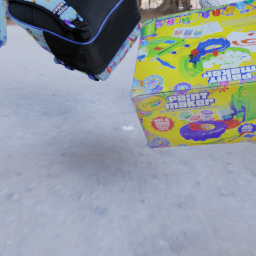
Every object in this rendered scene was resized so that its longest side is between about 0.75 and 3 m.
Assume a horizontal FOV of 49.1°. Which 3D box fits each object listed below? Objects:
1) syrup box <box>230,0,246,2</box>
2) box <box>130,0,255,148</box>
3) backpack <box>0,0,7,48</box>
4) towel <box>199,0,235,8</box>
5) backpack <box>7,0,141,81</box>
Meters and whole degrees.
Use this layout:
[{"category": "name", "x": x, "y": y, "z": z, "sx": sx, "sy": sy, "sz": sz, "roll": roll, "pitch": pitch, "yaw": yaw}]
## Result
[{"category": "syrup box", "x": 4.290, "y": -4.071, "z": 9.868, "sx": 0.743, "sy": 0.719, "sz": 1.825, "roll": -35, "pitch": 60, "yaw": -12}, {"category": "box", "x": 1.048, "y": -0.719, "z": 3.737, "sx": 1.703, "sy": 1.039, "sz": 1.640, "roll": -4, "pitch": 49, "yaw": 17}, {"category": "backpack", "x": -3.830, "y": -2.573, "z": 5.913, "sx": 1.379, "sy": 1.872, "sz": 2.050, "roll": 5, "pitch": 5, "yaw": 26}, {"category": "towel", "x": 3.067, "y": -2.384, "z": 7.205, "sx": 2.599, "sy": 1.112, "sz": 2.152, "roll": 13, "pitch": 34, "yaw": -16}, {"category": "backpack", "x": -1.385, "y": -2.833, "z": 7.130, "sx": 2.860, "sy": 1.924, "sz": 2.611, "roll": 23, "pitch": 68, "yaw": 19}]
